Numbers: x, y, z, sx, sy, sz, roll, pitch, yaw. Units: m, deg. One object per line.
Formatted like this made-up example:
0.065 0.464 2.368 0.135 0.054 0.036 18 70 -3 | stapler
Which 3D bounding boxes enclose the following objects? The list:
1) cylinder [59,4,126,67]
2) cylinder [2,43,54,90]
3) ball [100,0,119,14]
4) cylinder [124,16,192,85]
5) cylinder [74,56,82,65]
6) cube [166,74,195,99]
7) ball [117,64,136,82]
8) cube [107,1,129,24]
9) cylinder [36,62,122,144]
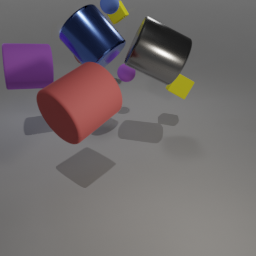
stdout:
-1.022 -2.555 8.158 1.400 1.400 1.400 49 38 -3 | cylinder
-3.164 -1.946 8.881 1.400 1.400 1.400 -6 29 -21 | cylinder
-0.669 -4.518 10.194 0.700 0.700 0.700 0 29 0 | ball
0.808 -2.106 7.731 1.400 1.400 1.400 24 28 -10 | cylinder
-1.549 -3.452 12.318 1.400 1.400 1.400 -16 16 -27 | cylinder
1.855 -1.532 10.076 0.700 0.700 0.700 28 13 -6 | cube
-0.061 -2.102 10.649 0.700 0.700 0.700 0 29 0 | ball
-0.480 -5.071 12.288 0.700 0.700 0.700 -29 16 22 | cube
-1.086 -0.578 6.402 1.400 1.400 1.400 23 50 35 | cylinder
